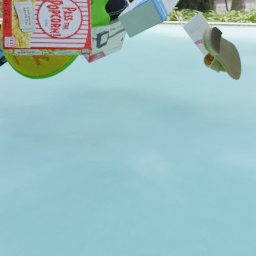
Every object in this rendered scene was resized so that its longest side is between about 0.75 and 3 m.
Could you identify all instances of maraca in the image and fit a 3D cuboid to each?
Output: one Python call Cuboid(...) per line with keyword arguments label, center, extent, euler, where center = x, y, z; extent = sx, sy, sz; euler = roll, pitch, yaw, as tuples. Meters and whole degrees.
Cuboid(label="maraca", center=(-1.745, -2.435, 6.546), extent=(2.948, 2.021, 1.577), euler=(-38, -1, 12))

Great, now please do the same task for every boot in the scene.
Cuboid(label="boot", center=(-1.220, -3.881, 8.104), extent=(2.423, 0.887, 1.824), euler=(2, -17, 6))

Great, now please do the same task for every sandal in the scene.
Cuboid(label="sandal", center=(2.471, -2.081, 7.965), extent=(0.793, 0.885, 2.412), euler=(6, -11, 40))

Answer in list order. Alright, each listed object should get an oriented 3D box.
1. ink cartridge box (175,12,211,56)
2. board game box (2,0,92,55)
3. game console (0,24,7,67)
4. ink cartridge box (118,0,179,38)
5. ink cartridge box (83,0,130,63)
Cuboid(label="ink cartridge box", center=(2.417, -3.048, 9.145), extent=(0.693, 2.054, 1.196), euler=(-37, 8, 21))
Cuboid(label="board game box", center=(-1.299, -1.746, 4.606), extent=(1.391, 1.054, 0.322), euler=(-3, -6, -9))
Cuboid(label="game console", center=(-4.223, -2.593, 8.894), extent=(1.360, 0.239, 1.537), euler=(-31, -19, 6))
Cuboid(label="ink cartridge box", center=(0.582, -2.872, 6.496), extent=(0.963, 0.567, 1.672), euler=(-11, 36, 40))
Cuboid(label="ink cartridge box", center=(-0.905, -3.736, 10.538), extent=(1.642, 2.269, 0.957), euler=(-30, 76, -26))
